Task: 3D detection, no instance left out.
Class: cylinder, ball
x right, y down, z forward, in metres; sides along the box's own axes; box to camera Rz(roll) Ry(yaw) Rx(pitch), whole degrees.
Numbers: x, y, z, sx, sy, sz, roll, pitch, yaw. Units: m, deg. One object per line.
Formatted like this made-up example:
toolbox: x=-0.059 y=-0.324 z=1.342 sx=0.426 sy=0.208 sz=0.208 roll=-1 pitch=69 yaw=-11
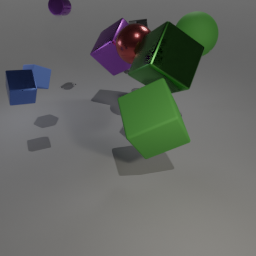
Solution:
cylinder: x=-2.747 y=-4.910 z=11.294 sx=0.700 sy=0.700 sz=0.700 roll=8 pitch=23 yaw=13
ball: x=2.157 y=-2.968 z=8.945 sx=1.400 sy=1.400 sz=1.400 roll=0 pitch=31 yaw=0
ball: x=0.262 y=-2.940 z=9.862 sx=1.400 sy=1.400 sz=1.400 roll=0 pitch=31 yaw=0

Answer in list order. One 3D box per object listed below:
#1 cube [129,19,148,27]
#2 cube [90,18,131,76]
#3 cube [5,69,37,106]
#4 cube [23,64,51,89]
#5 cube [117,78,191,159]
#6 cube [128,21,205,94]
cube: x=0.540 y=-5.212 z=14.463 sx=0.700 sy=0.700 sz=0.700 roll=-19 pitch=24 yaw=-27
cube: x=-0.406 y=-3.237 z=11.347 sx=1.400 sy=1.400 sz=1.400 roll=-14 pitch=47 yaw=46
cube: x=-2.975 y=-1.127 z=7.789 sx=0.700 sy=0.700 sz=0.700 roll=-9 pitch=64 yaw=-27
cube: x=-3.181 y=-1.762 z=9.674 sx=0.700 sy=0.700 sz=0.700 roll=9 pitch=1 yaw=40
cube: x=0.715 y=-0.216 z=7.717 sx=1.400 sy=1.400 sz=1.400 roll=-23 pitch=54 yaw=13
cube: x=1.088 y=-1.946 z=8.184 sx=1.400 sy=1.400 sz=1.400 roll=27 pitch=-12 yaw=-22
